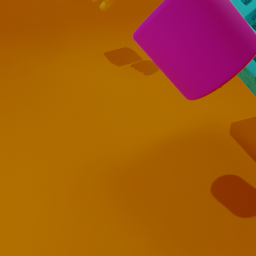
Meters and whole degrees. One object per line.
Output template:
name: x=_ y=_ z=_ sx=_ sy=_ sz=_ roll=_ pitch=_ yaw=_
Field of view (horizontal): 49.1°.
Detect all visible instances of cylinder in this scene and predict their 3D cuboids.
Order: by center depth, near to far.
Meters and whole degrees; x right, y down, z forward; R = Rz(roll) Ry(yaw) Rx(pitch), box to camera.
cylinder: x=0.589 y=-0.796 z=2.490 sx=0.799 sy=0.799 sz=0.799 roll=46 pitch=48 yaw=-10

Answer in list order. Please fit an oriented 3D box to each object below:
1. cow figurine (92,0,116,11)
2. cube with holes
cow figurine: x=-0.305 y=-3.923 z=7.435 sx=0.770 sy=1.403 sz=1.381 roll=44 pitch=83 yaw=-10
cube with holes: x=2.266 y=-1.488 z=4.596 sx=1.274 sy=1.274 sz=1.274 roll=-38 pitch=67 yaw=16
